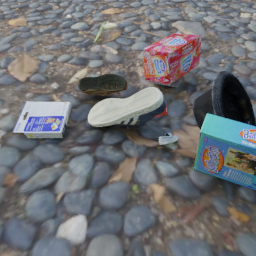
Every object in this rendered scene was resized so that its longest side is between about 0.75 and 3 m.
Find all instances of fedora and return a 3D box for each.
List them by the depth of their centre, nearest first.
[{"bbox_3d":[2.602,-0.336,7.816,1.111,2.433,2.433,-14,28,43],"label":"fedora"}]

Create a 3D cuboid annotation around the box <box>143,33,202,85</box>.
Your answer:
[{"bbox_3d":[1.608,-2.504,9.874,1.075,1.122,2.251,20,40,33],"label":"box"}]

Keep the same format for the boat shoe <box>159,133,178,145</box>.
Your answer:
[{"bbox_3d":[1.170,0.278,8.038,0.280,0.286,0.802,-7,4,44],"label":"boat shoe"}]

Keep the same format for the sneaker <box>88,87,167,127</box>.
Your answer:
[{"bbox_3d":[0.008,-0.394,8.544,2.529,1.069,0.948,-11,59,26],"label":"sneaker"}]

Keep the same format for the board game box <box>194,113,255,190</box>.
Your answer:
[{"bbox_3d":[2.896,0.757,6.424,2.581,1.963,0.581,18,62,18],"label":"board game box"}]

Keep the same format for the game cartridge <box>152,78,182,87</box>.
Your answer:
[{"bbox_3d":[1.440,-1.772,10.404,0.994,0.191,0.645,12,32,15],"label":"game cartridge"}]

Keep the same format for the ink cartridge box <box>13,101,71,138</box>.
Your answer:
[{"bbox_3d":[-2.630,-0.276,8.764,1.465,0.344,1.448,-1,45,4],"label":"ink cartridge box"}]

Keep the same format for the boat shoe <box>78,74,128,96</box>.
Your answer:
[{"bbox_3d":[-0.843,-1.445,9.681,1.726,0.637,0.653,2,68,16],"label":"boat shoe"}]
